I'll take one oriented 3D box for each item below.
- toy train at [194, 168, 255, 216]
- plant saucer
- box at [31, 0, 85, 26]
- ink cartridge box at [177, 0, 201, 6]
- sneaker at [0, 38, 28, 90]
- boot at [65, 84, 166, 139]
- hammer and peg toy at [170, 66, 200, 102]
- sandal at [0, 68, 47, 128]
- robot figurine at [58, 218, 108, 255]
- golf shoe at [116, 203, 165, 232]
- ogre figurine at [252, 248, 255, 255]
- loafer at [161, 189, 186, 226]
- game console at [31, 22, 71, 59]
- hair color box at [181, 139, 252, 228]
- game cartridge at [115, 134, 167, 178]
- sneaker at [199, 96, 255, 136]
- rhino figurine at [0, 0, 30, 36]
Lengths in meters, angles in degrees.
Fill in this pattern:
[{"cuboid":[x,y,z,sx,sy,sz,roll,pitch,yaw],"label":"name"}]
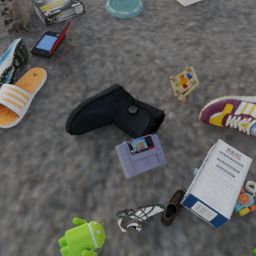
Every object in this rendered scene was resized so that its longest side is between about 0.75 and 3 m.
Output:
[{"cuboid":[2.645,1.610,7.563,1.747,0.486,1.312,14,57,10],"label":"toy train"},{"cuboid":[-0.167,-5.572,12.666,1.751,0.240,1.751,0,55,0],"label":"plant saucer"},{"cuboid":[-3.082,-5.355,12.373,1.874,0.453,1.484,-27,60,-18],"label":"box"},{"cuboid":[2.653,-6.856,13.097,1.659,0.958,2.280,-27,60,-17],"label":"ink cartridge box"},{"cuboid":[-4.465,-2.412,10.092,1.064,0.927,2.365,10,56,10],"label":"sneaker"},{"cuboid":[-0.323,-0.199,8.501,2.115,0.961,2.517,35,56,26],"label":"boot"},{"cuboid":[1.958,-1.431,9.410,0.934,0.448,1.269,-30,46,25],"label":"hammer and peg toy"},{"cuboid":[-3.699,-1.265,9.351,1.059,0.792,2.766,15,57,10],"label":"sandal"},{"cuboid":[-1.063,2.672,6.727,1.133,0.655,0.994,-19,45,-12],"label":"robot figurine"},{"cuboid":[0.359,2.290,7.172,1.274,0.495,0.602,-12,73,-5],"label":"golf shoe"},{"cuboid":[3.075,3.364,5.958,2.432,1.193,1.458,-16,44,-25],"label":"ogre figurine"},{"cuboid":[1.237,2.047,7.319,0.397,0.388,1.087,25,59,16],"label":"loafer"},{"cuboid":[-3.001,-3.499,10.852,1.254,0.864,1.455,15,56,10],"label":"game console"},{"cuboid":[2.288,1.334,7.105,1.046,0.633,2.092,34,50,11],"label":"hair color box"},{"cuboid":[0.387,0.715,7.604,1.421,0.273,0.921,-14,84,-38],"label":"game cartridge"},{"cuboid":[3.545,-0.305,8.581,2.605,0.976,1.174,-7,50,-4],"label":"sneaker"},{"cuboid":[-4.697,-4.715,11.761,1.121,0.766,2.563,-13,58,-9],"label":"rhino figurine"}]
